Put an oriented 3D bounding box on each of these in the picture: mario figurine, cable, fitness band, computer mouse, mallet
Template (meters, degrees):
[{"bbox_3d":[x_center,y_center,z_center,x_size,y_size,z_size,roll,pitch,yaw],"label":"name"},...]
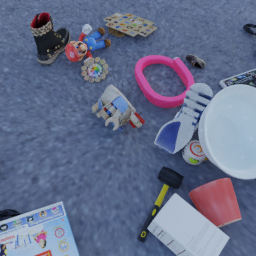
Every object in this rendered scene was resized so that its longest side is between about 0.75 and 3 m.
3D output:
[{"bbox_3d":[-1.694,-3.572,12.140,1.371,1.177,2.221,43,60,15],"label":"mario figurine"},{"bbox_3d":[-3.508,2.896,7.904,1.581,0.402,1.290,31,60,19],"label":"cable"},{"bbox_3d":[1.469,-2.015,11.434,2.080,0.542,2.896,-17,54,-12],"label":"fitness band"},{"bbox_3d":[6.144,-3.981,12.991,0.844,0.490,2.878,-17,49,7],"label":"computer mouse"},{"bbox_3d":[1.017,2.308,8.390,0.785,0.491,2.384,19,61,9],"label":"mallet"}]

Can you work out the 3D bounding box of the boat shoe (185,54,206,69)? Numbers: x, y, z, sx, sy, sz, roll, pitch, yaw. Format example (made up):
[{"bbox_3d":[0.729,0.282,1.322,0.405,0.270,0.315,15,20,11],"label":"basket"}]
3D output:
[{"bbox_3d":[2.907,-2.885,12.175,0.969,0.361,0.355,31,60,22],"label":"boat shoe"}]

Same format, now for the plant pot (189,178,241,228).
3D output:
[{"bbox_3d":[2.551,2.199,8.012,1.280,1.280,1.133,-14,65,-10],"label":"plant pot"}]

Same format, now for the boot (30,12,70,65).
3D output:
[{"bbox_3d":[-3.339,-4.127,12.160,0.887,1.826,2.425,18,56,13],"label":"boot"}]

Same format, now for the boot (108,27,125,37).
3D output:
[{"bbox_3d":[-0.555,-4.640,13.460,0.937,0.354,0.345,24,55,15],"label":"boot"}]

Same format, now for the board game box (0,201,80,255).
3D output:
[{"bbox_3d":[-2.384,3.149,7.408,1.882,0.526,1.843,-14,58,-22],"label":"board game box"}]

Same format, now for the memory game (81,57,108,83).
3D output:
[{"bbox_3d":[-1.399,-2.448,11.769,1.200,0.076,1.200,-2,74,7],"label":"memory game"}]

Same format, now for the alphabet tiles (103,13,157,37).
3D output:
[{"bbox_3d":[0.114,-5.086,13.707,2.405,0.076,2.001,28,47,18],"label":"alphabet tiles"}]

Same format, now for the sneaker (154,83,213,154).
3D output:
[{"bbox_3d":[2.115,-0.187,9.817,1.046,1.496,2.590,34,90,22],"label":"sneaker"}]

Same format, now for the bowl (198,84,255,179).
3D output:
[{"bbox_3d":[3.367,0.155,9.029,2.906,1.306,2.906,2,83,-18],"label":"bowl"}]

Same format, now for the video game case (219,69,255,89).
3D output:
[{"bbox_3d":[4.926,-1.568,11.306,1.829,0.214,1.663,-20,57,-13],"label":"video game case"}]

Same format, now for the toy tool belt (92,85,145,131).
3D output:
[{"bbox_3d":[-0.426,-0.472,10.049,1.278,1.298,2.079,-43,57,8],"label":"toy tool belt"}]

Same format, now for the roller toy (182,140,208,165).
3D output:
[{"bbox_3d":[2.226,0.825,9.332,0.812,0.567,0.741,-19,63,-23],"label":"roller toy"}]

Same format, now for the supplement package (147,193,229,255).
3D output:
[{"bbox_3d":[1.554,2.808,7.496,1.749,1.026,1.023,39,63,17],"label":"supplement package"}]
